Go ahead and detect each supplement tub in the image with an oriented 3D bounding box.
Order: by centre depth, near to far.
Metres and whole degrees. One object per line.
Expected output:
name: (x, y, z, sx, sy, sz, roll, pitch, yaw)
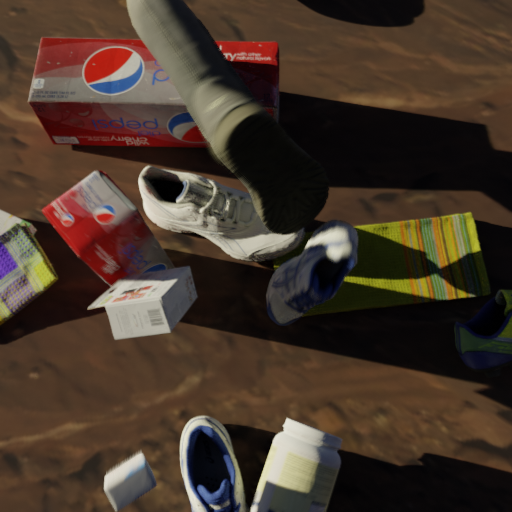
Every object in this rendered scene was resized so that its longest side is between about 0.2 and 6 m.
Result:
supplement tub: (0.659, 3.402, 8.641, 1.096, 1.096, 1.511, 19, 77, 7)

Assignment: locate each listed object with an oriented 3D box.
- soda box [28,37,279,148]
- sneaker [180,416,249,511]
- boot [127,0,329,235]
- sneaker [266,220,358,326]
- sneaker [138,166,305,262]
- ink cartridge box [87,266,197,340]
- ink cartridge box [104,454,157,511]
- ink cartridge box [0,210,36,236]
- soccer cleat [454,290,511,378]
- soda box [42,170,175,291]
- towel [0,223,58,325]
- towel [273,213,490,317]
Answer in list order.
soda box: (-1.895, -3.235, 11.252, 4.706, 1.492, 1.647, 2, 67, 0)
sneaker: (-0.614, 4.059, 8.827, 1.137, 1.331, 3.020, -20, 73, -8)
boot: (-0.521, -2.435, 9.456, 1.385, 3.470, 3.816, -38, 55, -1)
sneaker: (0.851, 0.460, 9.337, 0.871, 2.314, 1.020, 24, 32, -14)
sneaker: (-0.729, -0.788, 10.331, 3.316, 1.444, 1.236, 14, 77, 10)
ink cartridge box: (-1.596, 0.666, 8.065, 1.133, 1.290, 0.541, -9, 106, 14)
ink cartridge box: (-1.690, 3.009, 7.506, 0.594, 0.822, 0.346, -29, 88, -17)
ink cartridge box: (-4.862, -0.473, 10.901, 0.877, 0.384, 0.637, 24, 72, 6)
soccer cleat: (4.888, 1.006, 9.929, 2.996, 0.969, 1.253, -27, 102, -7)
soda box: (-2.224, -0.104, 9.275, 1.095, 3.127, 0.991, -40, 71, -10)
towel: (-4.824, 0.471, 10.411, 2.020, 0.230, 1.451, -35, 80, 0)
towel: (2.332, 0.152, 10.659, 3.981, 0.359, 1.713, -6, 67, -2)
